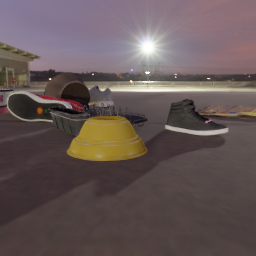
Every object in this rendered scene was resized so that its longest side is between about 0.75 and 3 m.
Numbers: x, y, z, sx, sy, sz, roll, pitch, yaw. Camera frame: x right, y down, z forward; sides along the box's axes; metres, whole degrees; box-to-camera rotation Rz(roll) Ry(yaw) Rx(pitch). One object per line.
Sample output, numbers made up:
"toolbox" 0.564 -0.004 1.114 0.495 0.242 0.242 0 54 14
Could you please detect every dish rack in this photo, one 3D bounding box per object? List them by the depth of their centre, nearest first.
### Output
"dish rack" -0.711 -0.311 7.400 2.317 0.632 1.777 -12 16 -34

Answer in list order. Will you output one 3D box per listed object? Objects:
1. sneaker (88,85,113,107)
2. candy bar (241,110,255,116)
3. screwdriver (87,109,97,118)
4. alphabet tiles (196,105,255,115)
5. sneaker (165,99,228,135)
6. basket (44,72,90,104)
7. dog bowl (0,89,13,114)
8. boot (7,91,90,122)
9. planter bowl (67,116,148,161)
"sneaker" -1.951 -1.700 14.852 2.480 1.141 0.939 2 9 13
"candy bar" 5.129 -0.542 10.395 0.580 0.258 2.327 -5 11 -23
"screwdriver" -1.123 -0.185 8.320 0.404 0.387 2.777 28 11 -13
"alphabet tiles" 3.835 -0.711 11.074 2.234 0.084 1.867 4 15 38
"sneaker" 1.689 -0.296 7.037 1.679 0.833 0.594 9 11 39
"basket" -2.666 -1.592 12.811 2.089 1.575 2.317 -39 27 -12
"dog bowl" -6.229 -1.127 11.729 2.719 1.002 2.719 0 10 0
"boot" -2.698 -0.741 9.785 2.544 0.921 1.835 11 12 17
"planter bowl" -0.377 0.114 5.157 1.491 0.621 1.491 0 10 0
